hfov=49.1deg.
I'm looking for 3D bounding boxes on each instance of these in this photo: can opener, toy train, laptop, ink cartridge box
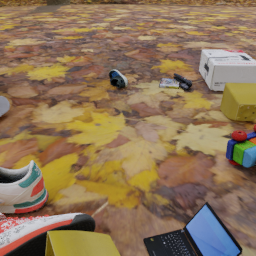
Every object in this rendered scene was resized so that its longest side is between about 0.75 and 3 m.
[{"bbox_3d":[2.494,-2.204,12.921,0.507,0.409,1.290,-14,43,-22],"label":"can opener"},{"bbox_3d":[3.919,0.534,7.539,2.277,0.964,1.317,-14,29,-21],"label":"toy train"},{"bbox_3d":[1.104,2.131,5.099,1.351,0.698,1.197,-8,30,-14],"label":"laptop"},{"bbox_3d":[4.722,-2.807,13.310,2.075,1.204,2.877,1,29,2],"label":"ink cartridge box"}]

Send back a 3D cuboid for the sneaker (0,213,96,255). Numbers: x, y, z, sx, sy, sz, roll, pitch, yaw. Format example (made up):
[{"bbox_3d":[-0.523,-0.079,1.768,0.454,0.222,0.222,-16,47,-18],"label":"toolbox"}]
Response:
[{"bbox_3d":[-2.138,1.911,5.232,2.801,0.935,1.501,-19,37,-25],"label":"sneaker"}]

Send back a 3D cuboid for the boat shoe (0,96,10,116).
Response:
[{"bbox_3d":[-5.112,-0.350,9.551,0.833,0.846,2.387,-17,25,27],"label":"boat shoe"}]

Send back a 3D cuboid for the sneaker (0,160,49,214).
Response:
[{"bbox_3d":[-3.131,1.302,5.984,2.667,1.247,0.939,-8,30,-14],"label":"sneaker"}]

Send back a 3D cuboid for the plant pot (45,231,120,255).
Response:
[{"bbox_3d":[-0.658,2.341,4.397,1.026,1.163,1.163,-3,27,-28],"label":"plant pot"}]

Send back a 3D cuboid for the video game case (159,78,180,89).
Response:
[{"bbox_3d":[1.965,-2.106,13.172,0.916,0.129,1.013,6,30,11],"label":"video game case"}]

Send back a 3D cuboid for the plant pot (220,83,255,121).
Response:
[{"bbox_3d":[4.073,-0.841,9.992,1.153,1.146,1.180,2,35,3],"label":"plant pot"}]

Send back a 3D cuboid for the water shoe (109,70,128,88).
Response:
[{"bbox_3d":[-0.612,-2.311,13.091,0.631,0.572,1.599,-19,34,-26],"label":"water shoe"}]
